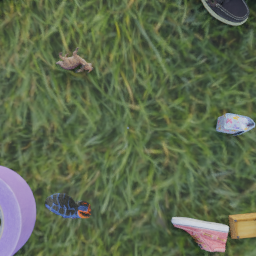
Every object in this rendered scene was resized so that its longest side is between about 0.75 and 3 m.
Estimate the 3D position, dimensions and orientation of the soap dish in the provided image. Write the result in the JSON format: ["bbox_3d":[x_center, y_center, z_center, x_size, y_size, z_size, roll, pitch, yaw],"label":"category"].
[{"bbox_3d":[3.462,2.901,8.259,0.868,0.352,0.683,-6,86,0],"label":"soap dish"}]

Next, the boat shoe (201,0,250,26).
[{"bbox_3d":[2.679,-4.198,8.507,2.601,0.843,0.952,42,87,3],"label":"boat shoe"}]

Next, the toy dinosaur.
[{"bbox_3d":[-1.696,-1.967,8.568,1.105,0.474,0.749,-13,93,5],"label":"toy dinosaur"}]

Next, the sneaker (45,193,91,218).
[{"bbox_3d":[-1.477,1.947,6.702,0.536,1.367,0.515,-22,52,25],"label":"sneaker"}]

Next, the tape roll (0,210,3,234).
[{"bbox_3d":[-3.933,2.746,8.275,1.042,0.344,1.042,0,85,0],"label":"tape roll"}]

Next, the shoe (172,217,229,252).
[{"bbox_3d":[2.060,3.093,8.118,1.681,0.600,0.764,11,82,-3],"label":"shoe"}]

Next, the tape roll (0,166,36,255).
[{"bbox_3d":[-4.190,2.503,7.856,2.879,1.223,2.879,0,87,0],"label":"tape roll"}]

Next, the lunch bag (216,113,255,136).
[{"bbox_3d":[3.172,-0.072,8.262,0.893,0.757,0.568,9,83,0],"label":"lunch bag"}]
